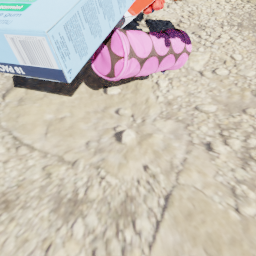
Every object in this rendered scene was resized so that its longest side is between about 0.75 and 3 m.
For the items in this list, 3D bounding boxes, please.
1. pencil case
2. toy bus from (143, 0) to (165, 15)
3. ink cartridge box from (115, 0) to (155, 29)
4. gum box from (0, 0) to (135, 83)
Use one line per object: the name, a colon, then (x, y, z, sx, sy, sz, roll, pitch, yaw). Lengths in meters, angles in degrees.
pencil case: (0.281, -1.498, 5.545, 1.084, 1.050, 2.314, 30, 30, 29)
toy bus: (0.822, -4.059, 7.470, 2.042, 1.386, 1.960, -16, 76, 25)
ink cartridge box: (-0.702, -3.151, 6.532, 2.409, 0.604, 1.954, -41, 81, -3)
gum box: (-1.039, -1.682, 3.448, 2.160, 0.566, 2.542, 12, 52, 24)
